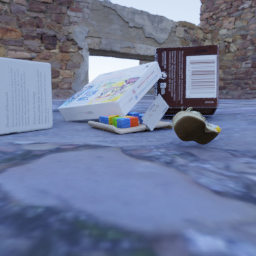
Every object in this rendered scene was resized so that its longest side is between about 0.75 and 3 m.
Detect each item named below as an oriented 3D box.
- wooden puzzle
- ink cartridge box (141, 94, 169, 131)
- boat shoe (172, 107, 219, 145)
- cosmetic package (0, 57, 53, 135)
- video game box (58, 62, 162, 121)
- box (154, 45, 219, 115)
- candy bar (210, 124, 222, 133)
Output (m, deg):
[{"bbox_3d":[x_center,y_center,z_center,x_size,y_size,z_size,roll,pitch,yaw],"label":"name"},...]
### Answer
[{"bbox_3d":[0.043,-0.207,8.326,1.988,0.460,1.841,-4,8,-31],"label":"wooden puzzle"},{"bbox_3d":[0.661,-0.419,7.277,0.177,0.815,0.707,30,-9,39],"label":"ink cartridge box"},{"bbox_3d":[1.202,-0.047,5.256,0.540,0.462,1.474,-40,-34,19],"label":"boat shoe"},{"bbox_3d":[-3.614,-0.882,7.704,1.936,1.938,2.349,4,8,31],"label":"cosmetic package"},{"bbox_3d":[-0.643,-1.311,10.192,2.991,0.700,2.725,-2,33,41],"label":"video game box"},{"bbox_3d":[2.463,-1.813,11.673,2.373,2.397,2.890,0,-3,14],"label":"box"},{"bbox_3d":[2.081,-0.060,8.066,0.487,0.216,1.952,2,7,-7],"label":"candy bar"}]
